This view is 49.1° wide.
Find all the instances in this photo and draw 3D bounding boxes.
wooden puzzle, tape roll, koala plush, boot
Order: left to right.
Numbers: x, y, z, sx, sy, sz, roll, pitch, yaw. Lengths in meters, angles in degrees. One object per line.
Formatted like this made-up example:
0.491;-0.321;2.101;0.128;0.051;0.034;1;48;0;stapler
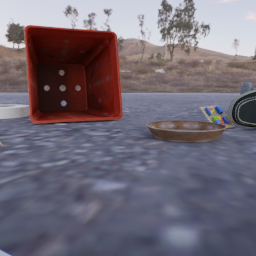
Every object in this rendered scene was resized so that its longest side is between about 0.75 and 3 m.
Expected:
-4.446;-0.580;9.692;2.019;0.369;2.019;0;9;0;tape roll
2.229;-0.302;6.927;0.777;0.180;0.720;-5;54;-32;wooden puzzle
4.919;-0.942;10.653;1.298;1.193;1.151;20;3;-41;koala plush
3.787;-0.330;6.016;2.625;0.948;1.983;-1;10;-8;boot

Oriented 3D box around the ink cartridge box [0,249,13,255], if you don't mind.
0.066;0.617;0.153;1.622;0.762;0.359;5;10;32;ink cartridge box

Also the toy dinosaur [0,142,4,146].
-2.726;0.092;4.875;1.148;0.493;0.778;4;1;-12;toy dinosaur

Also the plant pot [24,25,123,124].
-1.885;-1.471;8.974;2.656;2.654;2.341;-4;0;-22;plant pot

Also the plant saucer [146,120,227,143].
1.167;0.058;5.701;1.583;0.273;1.583;0;7;0;plant saucer
